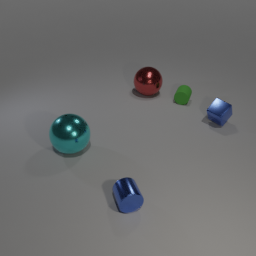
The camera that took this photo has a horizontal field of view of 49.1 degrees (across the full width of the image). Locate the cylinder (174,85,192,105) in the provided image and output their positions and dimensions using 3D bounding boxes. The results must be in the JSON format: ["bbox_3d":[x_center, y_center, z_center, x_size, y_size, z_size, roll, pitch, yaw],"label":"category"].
[{"bbox_3d":[2.555,-1.543,13.007,0.700,0.700,0.700,12,38,18],"label":"cylinder"}]

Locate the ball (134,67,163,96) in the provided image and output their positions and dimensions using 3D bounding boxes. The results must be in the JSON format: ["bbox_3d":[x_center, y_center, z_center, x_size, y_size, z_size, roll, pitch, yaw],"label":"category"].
[{"bbox_3d":[0.969,-2.255,13.531,1.400,1.400,1.400,0,32,0],"label":"ball"}]

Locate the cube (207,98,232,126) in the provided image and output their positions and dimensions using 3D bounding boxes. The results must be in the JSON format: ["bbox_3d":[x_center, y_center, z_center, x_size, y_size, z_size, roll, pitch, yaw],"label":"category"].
[{"bbox_3d":[3.658,-0.631,11.178,0.700,0.700,0.700,35,78,35],"label":"cube"}]

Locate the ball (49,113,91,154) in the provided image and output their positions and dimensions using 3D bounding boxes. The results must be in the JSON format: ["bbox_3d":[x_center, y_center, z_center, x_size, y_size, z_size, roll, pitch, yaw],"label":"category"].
[{"bbox_3d":[-1.997,0.199,9.641,1.400,1.400,1.400,0,32,0],"label":"ball"}]

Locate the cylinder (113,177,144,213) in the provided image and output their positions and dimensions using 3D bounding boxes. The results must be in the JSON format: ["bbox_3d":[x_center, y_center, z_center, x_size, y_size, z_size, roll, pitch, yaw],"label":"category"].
[{"bbox_3d":[-0.005,1.842,7.702,0.700,0.700,0.700,-10,33,-15],"label":"cylinder"}]
